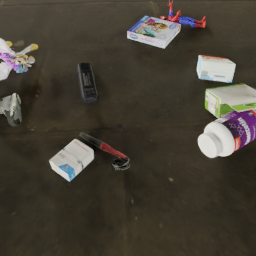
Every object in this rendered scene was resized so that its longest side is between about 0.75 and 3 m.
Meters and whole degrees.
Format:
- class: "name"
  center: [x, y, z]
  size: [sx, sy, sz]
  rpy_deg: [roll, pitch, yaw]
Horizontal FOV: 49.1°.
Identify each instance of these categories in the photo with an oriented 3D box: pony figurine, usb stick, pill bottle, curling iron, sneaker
- class: "pony figurine"
  center: [-5.417, -3.267, 12.775]
  size: [2.371, 2.045, 2.456]
  rpy_deg: [5, 31, -8]
- class: "usb stick"
  center: [-1.803, -2.052, 12.383]
  size: [0.721, 0.424, 2.600]
  rpy_deg: [-5, 46, -13]
- class: "pill bottle"
  center: [3.546, 0.168, 9.704]
  size: [2.217, 1.246, 1.246]
  rpy_deg: [-26, 52, -22]
- class: "curling iron"
  center: [-0.883, 0.734, 9.833]
  size: [2.341, 0.299, 0.580]
  rpy_deg: [34, 56, 28]
- class: "sneaker"
  center: [-4.797, -0.599, 10.904]
  size: [1.106, 0.719, 1.916]
  rpy_deg: [-14, 38, -7]

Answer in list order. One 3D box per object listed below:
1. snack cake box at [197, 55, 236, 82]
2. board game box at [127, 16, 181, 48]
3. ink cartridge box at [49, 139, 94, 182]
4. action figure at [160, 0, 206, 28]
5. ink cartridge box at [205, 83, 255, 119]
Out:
- class: "snack cake box"
  center: [3.695, -2.583, 12.022]
  size: [1.301, 0.760, 2.263]
  rpy_deg: [8, 21, 9]
- class: "board game box"
  center: [1.451, -5.333, 15.405]
  size: [2.231, 0.460, 2.236]
  rpy_deg: [21, 49, 18]
- class: "ink cartridge box"
  center: [-1.859, 1.056, 9.380]
  size: [0.875, 0.513, 1.195]
  rpy_deg: [30, 53, 24]
- class: "action figure"
  center: [3.144, -6.494, 16.041]
  size: [2.608, 1.291, 0.851]
  rpy_deg: [3, 46, 7]
- class: "ink cartridge box"
  center: [4.151, -0.836, 10.446]
  size: [1.685, 0.864, 2.280]
  rpy_deg: [-10, 28, -9]
